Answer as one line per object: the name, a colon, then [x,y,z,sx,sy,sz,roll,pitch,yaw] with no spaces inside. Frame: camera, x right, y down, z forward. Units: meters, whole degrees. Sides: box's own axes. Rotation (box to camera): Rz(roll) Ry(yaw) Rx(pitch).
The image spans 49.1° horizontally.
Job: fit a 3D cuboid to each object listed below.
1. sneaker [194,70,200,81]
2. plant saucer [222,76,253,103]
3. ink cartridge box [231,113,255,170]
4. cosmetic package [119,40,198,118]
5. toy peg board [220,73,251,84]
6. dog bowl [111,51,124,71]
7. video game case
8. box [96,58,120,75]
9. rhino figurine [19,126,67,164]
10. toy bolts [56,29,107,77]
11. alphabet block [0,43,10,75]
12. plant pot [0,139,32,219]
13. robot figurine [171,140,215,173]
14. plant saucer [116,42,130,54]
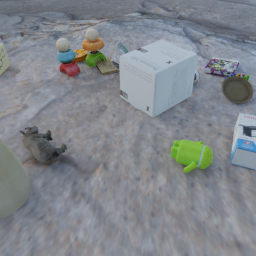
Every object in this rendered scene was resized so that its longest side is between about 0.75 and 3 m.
sneaker: [2.433,-2.893,14.305,2.317,0.770,1.048,32,46,30]
plant saucer: [5.025,-1.748,12.937,1.479,0.218,1.479,2,65,-3]
ink cartridge box: [4.630,0.487,10.075,1.509,0.871,2.081,13,41,15]
cosmetic package: [1.296,-2.247,12.392,2.632,2.172,2.170,-30,48,-31]
toy peg board: [5.397,-2.414,13.904,1.099,0.538,1.095,-26,46,-29]
dog bowl: [-0.080,-3.030,13.851,1.803,1.803,0.529,35,87,35]
video game case: [5.065,-3.308,15.115,1.504,0.297,1.659,16,41,25]
box: [-0.804,-3.502,15.509,1.837,0.195,1.502,-13,41,-17]
rhino figurine: [-3.224,0.508,10.193,1.020,0.698,2.334,-34,49,-28]
toy bolts: [-2.831,-4.229,14.962,2.532,1.838,2.650,25,49,35]
alphabet block: [-7.270,-3.611,14.732,1.382,1.374,1.407,3,38,7]
plant pot: [-4.152,1.170,8.154,2.126,2.270,2.126,0,40,0]
robot figurine: [2.222,0.899,9.614,1.459,0.844,1.280,14,41,16]
plant saucer: [-0.310,-4.182,15.581,0.298,1.187,1.187,-25,25,36]
